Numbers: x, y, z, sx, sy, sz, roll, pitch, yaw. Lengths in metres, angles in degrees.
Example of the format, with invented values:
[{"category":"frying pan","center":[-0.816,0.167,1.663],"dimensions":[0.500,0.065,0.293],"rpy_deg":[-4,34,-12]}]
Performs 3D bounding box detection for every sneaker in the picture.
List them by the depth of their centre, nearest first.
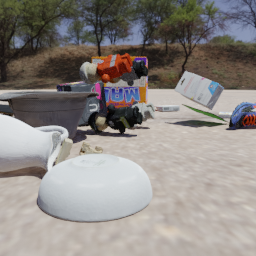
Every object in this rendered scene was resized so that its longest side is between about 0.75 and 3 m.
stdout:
[{"category":"sneaker","center":[4.266,-0.425,9.332],"dimensions":[2.187,0.824,0.858],"rpy_deg":[-19,40,-22]}]

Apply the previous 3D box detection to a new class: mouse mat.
[{"category":"mouse mat","center":[2.879,-0.551,10.445],"dimensions":[1.239,0.058,1.540],"rpy_deg":[18,7,-46]}]

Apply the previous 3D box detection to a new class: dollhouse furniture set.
[{"category":"dollhouse furniture set","center":[-0.868,0.582,5.228],"dimensions":[0.820,0.534,0.753],"rpy_deg":[19,5,-17]}]

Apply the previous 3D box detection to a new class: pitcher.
[{"category":"pitcher","center":[-2.019,0.232,5.125],"dimensions":[1.659,1.006,1.423],"rpy_deg":[7,20,1]}]

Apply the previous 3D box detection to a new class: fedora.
[{"category":"fedora","center":[-2.139,-0.344,7.634],"dimensions":[2.559,1.306,2.893],"rpy_deg":[-8,12,-42]}]

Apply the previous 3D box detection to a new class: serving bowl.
[{"category":"serving bowl","center":[-0.454,0.696,3.936],"dimensions":[1.588,0.522,1.588],"rpy_deg":[-1,9,0]}]

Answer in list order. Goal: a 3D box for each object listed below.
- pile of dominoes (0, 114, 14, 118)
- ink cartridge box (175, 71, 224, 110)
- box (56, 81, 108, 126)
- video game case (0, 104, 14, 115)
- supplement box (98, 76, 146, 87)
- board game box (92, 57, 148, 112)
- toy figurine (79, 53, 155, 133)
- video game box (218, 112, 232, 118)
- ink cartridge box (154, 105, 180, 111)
[{"category":"pile of dominoes","center":[-4.478,0.027,8.964],"dimensions":[1.854,0.379,2.378],"rpy_deg":[3,18,11]},{"category":"ink cartridge box","center":[2.474,-1.342,9.864],"dimensions":[0.504,0.855,1.485],"rpy_deg":[22,10,-47]},{"category":"box","center":[-1.801,-1.024,10.760],"dimensions":[1.270,1.464,2.395],"rpy_deg":[-13,14,-23]},{"category":"video game case","center":[-3.942,-0.631,10.555],"dimensions":[2.426,0.309,2.192],"rpy_deg":[5,0,-38]},{"category":"supplement box","center":[-0.336,-2.092,11.622],"dimensions":[1.852,0.681,1.167],"rpy_deg":[-4,18,-24]},{"category":"board game box","center":[-0.326,-2.322,14.925],"dimensions":[2.697,2.698,2.699],"rpy_deg":[1,10,5]},{"category":"toy figurine","center":[-0.299,-1.061,8.868],"dimensions":[1.652,2.375,2.338],"rpy_deg":[-10,5,22]},{"category":"video game box","center":[4.351,-0.558,12.160],"dimensions":[0.757,0.195,0.831],"rpy_deg":[7,11,22]},{"category":"ink cartridge box","center":[1.979,-1.033,14.812],"dimensions":[1.020,0.301,1.274],"rpy_deg":[-4,5,-20]}]
